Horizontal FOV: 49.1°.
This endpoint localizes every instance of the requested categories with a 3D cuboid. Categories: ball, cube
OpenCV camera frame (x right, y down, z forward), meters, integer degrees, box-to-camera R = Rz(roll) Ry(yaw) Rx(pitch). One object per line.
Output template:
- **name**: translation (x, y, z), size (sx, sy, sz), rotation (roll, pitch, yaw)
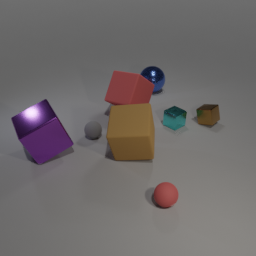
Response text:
- **ball**: translation (-1.374, 0.070, 11.055), size (0.700, 0.700, 0.700), rotation (0, 31, 0)
- **cube**: translation (-2.989, 0.119, 9.814), size (1.400, 1.400, 1.400), rotation (-31, 43, -11)
- **cube**: translation (3.442, -0.582, 12.013), size (0.700, 0.700, 0.700), rotation (7, 27, 45)
- **cube**: translation (1.983, -0.428, 11.888), size (0.700, 0.700, 0.700), rotation (-25, 40, -35)
- **cube**: translation (0.150, 0.154, 9.639), size (1.400, 1.400, 1.400), rotation (-3, 51, 10)
- **ball**: translation (1.082, 1.892, 7.960), size (0.700, 0.700, 0.700), rotation (0, 31, 0)
- **ball**: translation (1.279, -2.581, 14.878), size (1.400, 1.400, 1.400), rotation (0, 31, 0)
- **cube**: translation (0.080, -1.550, 12.253), size (1.400, 1.400, 1.400), rotation (16, -3, 35)
